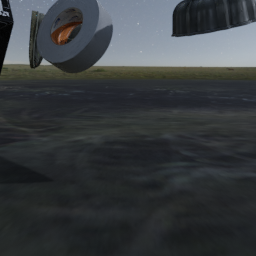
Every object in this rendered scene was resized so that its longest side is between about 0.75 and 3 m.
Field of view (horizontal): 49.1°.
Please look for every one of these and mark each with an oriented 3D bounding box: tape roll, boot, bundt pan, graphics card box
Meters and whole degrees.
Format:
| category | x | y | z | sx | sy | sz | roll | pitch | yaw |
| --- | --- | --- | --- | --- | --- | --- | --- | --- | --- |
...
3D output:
| category | x | y | z | sx | sy | sz | roll | pitch | yaw |
| --- | --- | --- | --- | --- | --- | --- | --- | --- | --- |
| tape roll | -0.940 | -1.656 | 4.879 | 1.342 | 1.342 | 0.443 | 7 | -12 | 29 |
| boot | -1.928 | -2.573 | 8.667 | 2.122 | 1.929 | 0.770 | 4 | 40 | -22 |
| bundt pan | 1.474 | -2.032 | 4.869 | 1.525 | 0.572 | 1.525 | -10 | 21 | 4 |
| graphics card box | -2.199 | -1.858 | 4.269 | 0.465 | 1.828 | 1.147 | -3 | -28 | -37 |
